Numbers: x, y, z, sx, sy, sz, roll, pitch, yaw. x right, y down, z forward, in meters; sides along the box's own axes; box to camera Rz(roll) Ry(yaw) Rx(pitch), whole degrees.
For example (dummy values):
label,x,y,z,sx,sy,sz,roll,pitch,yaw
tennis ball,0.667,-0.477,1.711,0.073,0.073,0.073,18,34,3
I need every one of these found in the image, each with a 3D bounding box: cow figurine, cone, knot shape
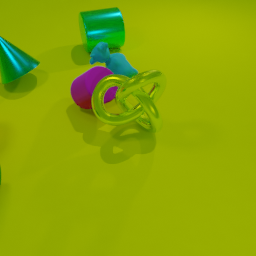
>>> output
label,x,y,z,sx,sy,sz,roll,pitch,yaw
cow figurine,-0.428,-1.881,8.207,1.384,0.760,1.362,48,20,11
cone,-3.531,-2.203,8.258,1.317,1.322,1.317,-21,28,12
knot shape,0.193,-0.704,6.577,1.882,1.761,0.870,26,44,-14

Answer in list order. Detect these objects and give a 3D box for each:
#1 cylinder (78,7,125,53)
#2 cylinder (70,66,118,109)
label,x,y,z,sx,sy,sz,roll,pitch,yaw
cylinder,-0.930,-3.450,9.861,1.357,1.357,1.357,-13,46,-13
cylinder,-0.912,-1.053,7.491,0.967,0.967,0.967,-39,15,-32
